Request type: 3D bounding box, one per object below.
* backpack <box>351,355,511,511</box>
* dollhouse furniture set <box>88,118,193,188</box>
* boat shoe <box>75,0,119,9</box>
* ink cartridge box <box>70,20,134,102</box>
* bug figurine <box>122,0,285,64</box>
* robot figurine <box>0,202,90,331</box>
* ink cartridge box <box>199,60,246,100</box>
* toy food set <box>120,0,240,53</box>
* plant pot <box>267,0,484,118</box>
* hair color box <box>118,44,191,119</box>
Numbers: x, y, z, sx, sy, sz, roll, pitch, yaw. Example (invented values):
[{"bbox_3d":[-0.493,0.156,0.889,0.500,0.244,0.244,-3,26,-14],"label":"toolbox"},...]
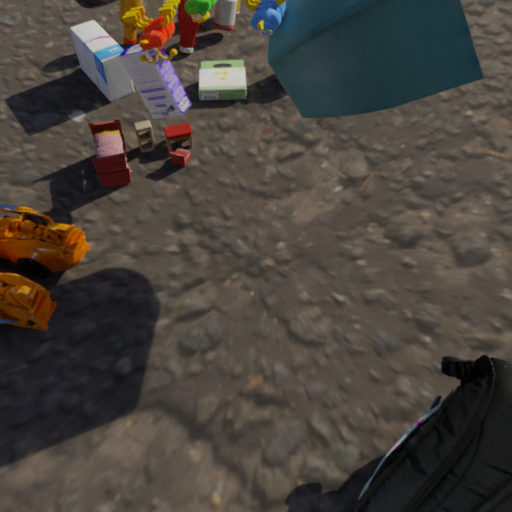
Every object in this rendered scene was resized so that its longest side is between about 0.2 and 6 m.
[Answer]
[{"bbox_3d":[2.332,2.606,5.807,2.718,1.720,2.268,-36,37,-19],"label":"backpack"},{"bbox_3d":[-1.945,-1.902,9.755,1.761,0.716,0.948,-13,55,-9],"label":"dollhouse furniture set"},{"bbox_3d":[-1.939,-4.096,7.988,0.623,0.722,1.987,-18,33,36],"label":"boat shoe"},{"bbox_3d":[-3.019,-3.828,10.982,0.564,0.963,1.332,-32,60,-21],"label":"ink cartridge box"},{"bbox_3d":[-0.468,-3.377,7.652,2.463,0.634,1.910,1,45,24],"label":"bug figurine"},{"bbox_3d":[-4.284,-0.016,8.273,3.195,0.930,2.316,11,53,8],"label":"robot figurine"},{"bbox_3d":[-0.683,-3.651,11.281,0.931,0.307,1.280,-3,56,-1],"label":"ink cartridge box"},{"bbox_3d":[-1.497,-5.038,12.009,2.655,1.195,1.268,-10,39,-29],"label":"toy food set"},{"bbox_3d":[1.382,-2.867,7.145,2.304,1.627,1.628,-17,48,25],"label":"plant pot"},{"bbox_3d":[-1.539,-2.688,8.612,0.613,1.122,0.364,3,46,32],"label":"hair color box"}]
